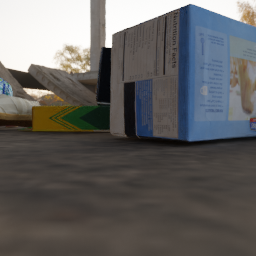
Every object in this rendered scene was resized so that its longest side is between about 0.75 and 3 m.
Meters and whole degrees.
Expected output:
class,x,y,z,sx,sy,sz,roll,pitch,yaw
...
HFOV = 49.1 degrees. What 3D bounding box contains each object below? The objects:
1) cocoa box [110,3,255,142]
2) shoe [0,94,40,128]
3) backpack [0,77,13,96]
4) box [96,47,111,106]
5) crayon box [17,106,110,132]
class,x,y,z,sx,sy,sz,roll,pitch,yaw
cocoa box,1.271,-0.738,4.860,2.701,1.801,1.772,-2,3,-37
shoe,-3.212,-0.463,7.241,0.965,0.737,2.760,-11,-7,23
backpack,-5.022,-0.949,10.293,1.815,1.926,2.361,13,7,-9
box,0.611,-1.257,9.521,2.982,1.848,2.931,5,-8,1
crayon box,-1.351,-0.246,7.221,2.468,0.627,1.567,0,3,6
